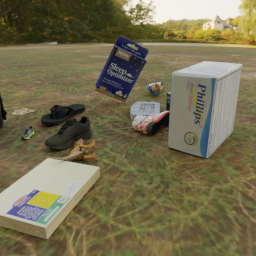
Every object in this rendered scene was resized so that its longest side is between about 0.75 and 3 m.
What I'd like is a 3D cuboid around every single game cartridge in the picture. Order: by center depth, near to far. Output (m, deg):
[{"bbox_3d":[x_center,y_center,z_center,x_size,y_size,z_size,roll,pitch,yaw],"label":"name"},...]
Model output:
[{"bbox_3d":[0.824,-0.801,13.301,1.400,0.437,2.102,-1,21,8],"label":"game cartridge"}]

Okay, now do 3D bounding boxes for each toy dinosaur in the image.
[{"bbox_3d":[-1.623,0.833,9.006,1.137,0.646,2.140,-9,8,7],"label":"toy dinosaur"}]

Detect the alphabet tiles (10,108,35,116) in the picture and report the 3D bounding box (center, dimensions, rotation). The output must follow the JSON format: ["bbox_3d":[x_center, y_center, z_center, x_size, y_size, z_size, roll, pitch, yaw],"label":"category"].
[{"bbox_3d":[-5.223,-0.795,13.738,0.829,0.037,0.992,15,26,33],"label":"alphabet tiles"}]

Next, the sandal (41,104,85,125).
[{"bbox_3d":[-3.028,-0.822,12.930,1.049,0.668,2.792,9,23,21],"label":"sandal"}]

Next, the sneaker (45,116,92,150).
[{"bbox_3d":[-2.173,0.125,10.204,0.777,0.928,2.045,17,28,32],"label":"sneaker"}]

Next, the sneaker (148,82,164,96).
[{"bbox_3d":[1.544,-2.347,16.958,0.851,0.727,1.932,-1,11,23],"label":"sneaker"}]

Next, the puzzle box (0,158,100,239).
[{"bbox_3d":[-2.074,1.619,7.188,1.781,0.340,2.678,8,23,19],"label":"puzzle box"}]

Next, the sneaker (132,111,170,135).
[{"bbox_3d":[1.015,-0.353,11.734,1.083,0.675,2.021,17,30,31],"label":"sneaker"}]

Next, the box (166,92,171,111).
[{"bbox_3d":[2.562,-1.051,13.004,0.905,1.043,1.578,-10,23,-23],"label":"box"}]

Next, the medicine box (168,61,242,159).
[{"bbox_3d":[2.816,-0.824,10.130,1.543,2.731,2.998,15,26,33],"label":"medicine box"}]

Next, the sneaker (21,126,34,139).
[{"bbox_3d":[-3.917,0.182,10.848,0.305,0.334,0.826,2,22,5],"label":"sneaker"}]

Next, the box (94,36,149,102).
[{"bbox_3d":[-0.305,-2.942,14.309,1.813,2.992,0.485,20,22,-22],"label":"box"}]

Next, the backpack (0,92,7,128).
[{"bbox_3d":[-5.812,-1.101,10.652,1.803,2.849,2.377,-8,24,-15],"label":"backpack"}]
